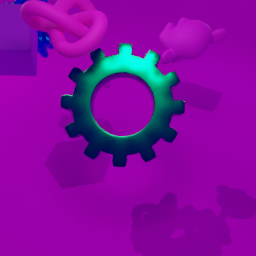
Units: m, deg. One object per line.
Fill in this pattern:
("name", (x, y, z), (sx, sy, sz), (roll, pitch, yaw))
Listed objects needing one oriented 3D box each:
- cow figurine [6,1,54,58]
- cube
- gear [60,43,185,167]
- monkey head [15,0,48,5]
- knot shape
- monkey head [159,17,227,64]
("cow figurine", (-2.813, -2.694, 7.721), (1.442, 1.419, 0.792), (24, 71, 9))
("cube", (-2.741, -1.972, 6.391), (1.173, 1.173, 1.173), (-1, 75, -12))
("gear", (-0.090, -0.389, 4.910), (2.079, 0.385, 2.079), (0, 87, 2))
("monkey head", (-2.328, -3.216, 7.222), (1.044, 1.452, 0.875), (33, 65, -9))
("knot shape", (-1.042, -1.733, 4.576), (1.357, 0.670, 1.450), (8, 39, -11))
("monkey head", (1.093, -1.519, 5.222), (1.359, 0.977, 0.819), (-25, 51, -11))
